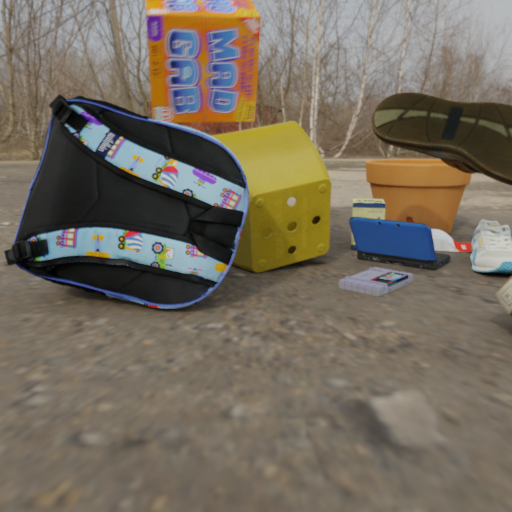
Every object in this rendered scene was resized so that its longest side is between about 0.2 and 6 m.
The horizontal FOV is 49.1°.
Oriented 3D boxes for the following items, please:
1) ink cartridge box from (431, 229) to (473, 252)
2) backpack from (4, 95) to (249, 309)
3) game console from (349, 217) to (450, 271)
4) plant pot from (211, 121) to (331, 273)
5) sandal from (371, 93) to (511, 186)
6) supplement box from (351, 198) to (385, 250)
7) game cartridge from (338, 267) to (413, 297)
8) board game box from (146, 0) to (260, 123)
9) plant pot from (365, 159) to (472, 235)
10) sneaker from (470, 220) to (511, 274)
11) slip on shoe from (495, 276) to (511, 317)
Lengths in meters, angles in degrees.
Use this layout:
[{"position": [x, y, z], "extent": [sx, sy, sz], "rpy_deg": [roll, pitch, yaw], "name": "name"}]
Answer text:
[{"position": [3.947, -0.327, 11.551], "extent": [1.286, 0.304, 1.029], "rpy_deg": [2, 13, 15], "name": "ink cartridge box"}, {"position": [-1.553, -0.621, 7.916], "extent": [2.899, 2.646, 1.950], "rpy_deg": [15, -3, 5], "name": "backpack"}, {"position": [2.603, -0.298, 10.083], "extent": [1.507, 0.892, 1.286], "rpy_deg": [10, 17, 36], "name": "game console"}, {"position": [0.221, -0.918, 9.961], "extent": [2.184, 2.184, 1.927], "rpy_deg": [-15, 34, -20], "name": "plant pot"}, {"position": [3.218, -1.714, 8.643], "extent": [2.949, 1.205, 0.805], "rpy_deg": [18, -14, 24], "name": "sandal"}, {"position": [2.287, -0.664, 11.525], "extent": [0.647, 0.964, 0.963], "rpy_deg": [2, 13, 9], "name": "supplement box"}, {"position": [1.877, 0.379, 8.670], "extent": [0.721, 0.213, 1.112], "rpy_deg": [5, 13, 41], "name": "game cartridge"}, {"position": [-1.027, -3.673, 10.250], "extent": [1.864, 1.865, 1.863], "rpy_deg": [-3, 38, -9], "name": "board game box"}, {"position": [3.749, -1.394, 13.168], "extent": [2.400, 1.680, 2.400], "rpy_deg": [1, 13, 0], "name": "plant pot"}, {"position": [4.098, -0.146, 9.691], "extent": [0.724, 0.764, 1.891], "rpy_deg": [4, 14, 9], "name": "sneaker"}, {"position": [3.986, 0.456, 6.804], "extent": [3.053, 1.161, 0.925], "rpy_deg": [-2, 49, -48], "name": "slip on shoe"}]
